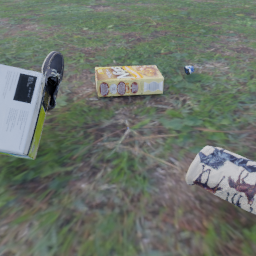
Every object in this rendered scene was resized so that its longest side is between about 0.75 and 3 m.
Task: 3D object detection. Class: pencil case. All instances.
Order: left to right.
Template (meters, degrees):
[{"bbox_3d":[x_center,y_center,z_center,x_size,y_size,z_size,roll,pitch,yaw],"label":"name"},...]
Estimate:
[{"bbox_3d":[2.245,1.118,5.220,2.329,1.042,0.906,23,47,29],"label":"pencil case"}]

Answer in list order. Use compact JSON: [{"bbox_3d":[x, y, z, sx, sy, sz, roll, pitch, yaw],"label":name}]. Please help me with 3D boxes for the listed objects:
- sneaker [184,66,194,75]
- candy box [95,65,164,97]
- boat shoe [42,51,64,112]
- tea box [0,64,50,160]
[{"bbox_3d":[2.352,-2.243,10.695,0.345,0.339,0.896,-13,18,11],"label":"sneaker"},{"bbox_3d":[0.006,-1.706,9.988,2.292,0.634,1.323,-3,32,-8],"label":"candy box"},{"bbox_3d":[-2.140,-1.375,8.142,0.603,0.699,1.924,-2,71,42],"label":"boat shoe"},{"bbox_3d":[-2.518,-0.266,6.199,1.139,1.677,1.704,11,76,-7],"label":"tea box"}]
